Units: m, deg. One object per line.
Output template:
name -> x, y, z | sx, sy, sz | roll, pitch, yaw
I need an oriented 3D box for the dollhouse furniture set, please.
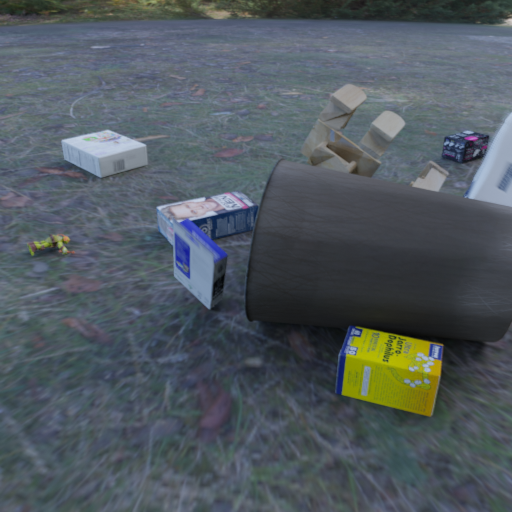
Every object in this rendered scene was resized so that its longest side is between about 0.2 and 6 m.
dollhouse furniture set -> 2.238, -1.715, 11.250 | 2.706, 2.486, 1.761 | 37, 40, 7

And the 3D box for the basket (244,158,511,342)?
basket -> 1.857, 0.009, 8.240 | 3.476, 2.364, 3.134 | 10, 25, 10

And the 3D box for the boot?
boot -> 4.574, -1.634, 10.435 | 1.026, 2.819, 1.274 | 33, 2, 3

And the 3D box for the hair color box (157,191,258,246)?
hair color box -> -0.966, -0.766, 11.336 | 1.861, 0.563, 0.931 | -15, 32, -25

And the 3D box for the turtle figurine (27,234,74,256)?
turtle figurine -> -3.871, -0.223, 10.600 | 0.799, 0.319, 0.991 | -17, 33, -28

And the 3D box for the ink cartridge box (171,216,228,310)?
ink cartridge box -> -0.852, 0.073, 8.392 | 0.877, 1.764, 0.346 | 42, 65, 16

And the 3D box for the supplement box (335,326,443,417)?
supplement box -> 1.704, 1.454, 7.184 | 1.223, 0.670, 0.666 | 10, 30, 16

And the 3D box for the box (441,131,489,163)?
box -> 5.717, -2.989, 15.326 | 1.077, 0.618, 0.712 | -18, 32, -32

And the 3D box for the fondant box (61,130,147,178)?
fondant box -> -4.046, -2.759, 14.948 | 1.430, 0.577, 1.982 | -25, 38, -37
